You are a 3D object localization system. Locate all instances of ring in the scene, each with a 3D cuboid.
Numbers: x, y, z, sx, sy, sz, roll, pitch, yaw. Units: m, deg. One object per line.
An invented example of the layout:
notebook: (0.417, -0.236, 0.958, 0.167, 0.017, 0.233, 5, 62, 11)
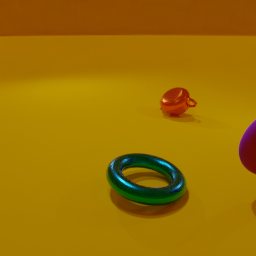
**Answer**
ring: (0.363, 0.968, 5.563, 1.608, 0.322, 1.608, 8, 22, -3)
ring: (2.780, 0.249, 4.952, 1.641, 1.641, 0.328, -2, 38, -6)

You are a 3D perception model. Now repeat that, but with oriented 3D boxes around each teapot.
teapot: (1.719, -0.896, 10.153, 1.770, 0.867, 1.101, 4, 49, 47)
